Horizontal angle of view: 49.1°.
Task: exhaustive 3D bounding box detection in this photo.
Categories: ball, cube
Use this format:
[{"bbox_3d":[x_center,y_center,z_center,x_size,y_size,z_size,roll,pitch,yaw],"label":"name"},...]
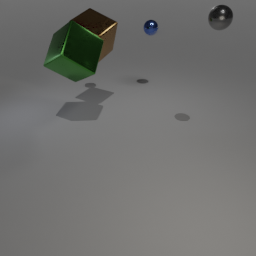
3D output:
[{"bbox_3d":[2.709,-3.229,8.203,0.700,0.700,0.700,0,30,0],"label":"ball"},{"bbox_3d":[1.079,-4.725,13.184,0.700,0.700,0.700,0,30,0],"label":"ball"},{"bbox_3d":[-1.943,-2.678,10.039,1.400,1.400,1.400,24,-20,-36],"label":"cube"},{"bbox_3d":[-1.447,-3.718,11.389,1.400,1.400,1.400,30,52,10],"label":"cube"}]
